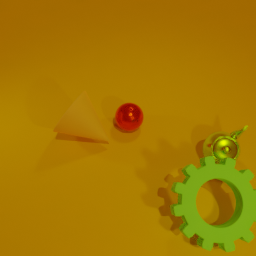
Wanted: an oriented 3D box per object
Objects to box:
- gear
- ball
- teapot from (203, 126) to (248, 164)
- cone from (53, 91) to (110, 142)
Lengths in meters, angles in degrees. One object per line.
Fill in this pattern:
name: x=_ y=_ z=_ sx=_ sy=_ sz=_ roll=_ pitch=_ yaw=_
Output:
gear: x=1.915 y=1.604 z=6.064 sx=1.947 sy=0.360 sz=1.947 roll=1 pitch=79 yaw=-4
ball: x=0.040 y=-0.336 z=8.482 sx=0.872 sy=0.872 sz=0.872 roll=0 pitch=46 yaw=0
teapot: x=2.578 y=0.539 z=7.496 sx=0.999 sy=0.787 sz=1.607 roll=43 pitch=89 yaw=4
cone: x=-1.086 y=-0.045 z=7.980 sx=1.454 sy=1.449 sz=1.449 roll=38 pitch=51 yaw=-8
